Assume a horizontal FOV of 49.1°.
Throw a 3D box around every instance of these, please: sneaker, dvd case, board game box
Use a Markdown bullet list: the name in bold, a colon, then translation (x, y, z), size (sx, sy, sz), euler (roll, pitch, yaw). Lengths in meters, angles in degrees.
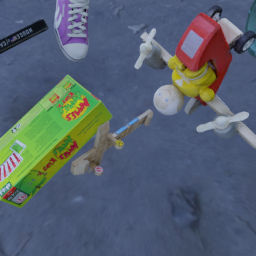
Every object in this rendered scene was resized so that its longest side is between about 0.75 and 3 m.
- **sneaker**: translation (-1.288, -2.881, 6.859), size (0.854, 2.356, 1.343), euler (-11, 11, -27)
- **dvd case**: translation (-2.824, -2.288, 7.156), size (1.682, 0.277, 2.238), euler (-29, 22, -4)
- **board game box**: translation (-1.332, 0.160, 4.527), size (2.009, 0.478, 1.021), euler (-46, 54, -7)

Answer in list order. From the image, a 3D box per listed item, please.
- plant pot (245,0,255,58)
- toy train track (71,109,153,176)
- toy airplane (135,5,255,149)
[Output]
- **plant pot**: translation (3.174, -1.966, 5.385), size (1.390, 2.075, 2.075), euler (-1, 55, -2)
- **toy train track**: translation (-0.126, 0.248, 5.065), size (0.343, 1.209, 2.107), euler (37, 47, 19)
- **toy airplane**: translation (1.163, -0.778, 5.102), size (1.665, 2.350, 2.360), euler (-37, 22, -9)
